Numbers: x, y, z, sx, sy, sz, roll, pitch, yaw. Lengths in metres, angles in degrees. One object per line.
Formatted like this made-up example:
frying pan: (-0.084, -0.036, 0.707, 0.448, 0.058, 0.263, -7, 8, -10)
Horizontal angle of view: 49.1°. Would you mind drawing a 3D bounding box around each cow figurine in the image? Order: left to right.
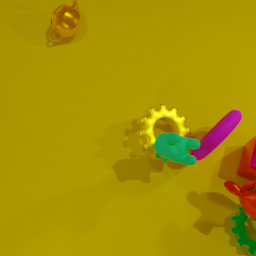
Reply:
cow figurine: (0.960, 0.437, 6.144, 1.263, 1.243, 0.693, 20, 83, -34)

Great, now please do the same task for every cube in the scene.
cube: (3.374, 0.818, 6.890, 0.917, 0.917, 0.917, 21, 70, 9)

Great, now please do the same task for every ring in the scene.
ring: (2.139, 0.179, 6.826, 0.318, 1.591, 1.591, 44, 73, 10)

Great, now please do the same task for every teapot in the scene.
teapot: (-1.931, -3.383, 8.605, 1.013, 0.798, 1.629, 33, 95, 43)

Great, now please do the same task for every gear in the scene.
gear: (0.932, 0.135, 7.244, 1.471, 0.272, 1.471, 6, 75, -21)
gear: (2.988, 2.282, 6.382, 1.170, 0.216, 1.170, -10, 66, 24)

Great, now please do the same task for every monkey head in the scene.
monkey head: (2.762, 1.612, 5.707, 1.614, 0.972, 1.161, 41, 41, 2)
